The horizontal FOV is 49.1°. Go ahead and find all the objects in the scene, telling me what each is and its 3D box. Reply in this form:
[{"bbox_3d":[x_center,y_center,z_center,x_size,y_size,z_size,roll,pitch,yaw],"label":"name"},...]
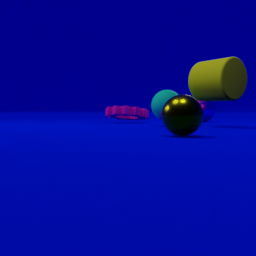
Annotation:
[{"bbox_3d":[3.121,-0.761,11.744,1.043,1.043,1.043,0,3,0],"label":"ball"},{"bbox_3d":[0.983,-0.230,5.074,0.753,0.753,0.753,0,3,0],"label":"ball"},{"bbox_3d":[2.532,-1.350,7.939,1.168,1.168,1.168,-2,5,-34],"label":"cylinder"},{"bbox_3d":[1.160,-0.676,8.364,0.918,0.918,0.918,0,3,0],"label":"ball"},{"bbox_3d":[-0.035,-0.568,11.019,1.669,0.309,1.669,4,-6,0],"label":"gear"}]
